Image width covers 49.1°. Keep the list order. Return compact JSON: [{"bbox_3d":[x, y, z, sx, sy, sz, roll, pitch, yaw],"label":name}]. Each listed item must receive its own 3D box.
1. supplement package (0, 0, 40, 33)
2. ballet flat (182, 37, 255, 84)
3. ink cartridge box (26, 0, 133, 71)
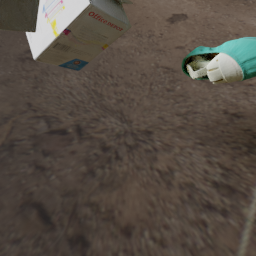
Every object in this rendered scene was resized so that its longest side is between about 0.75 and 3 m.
[{"bbox_3d":[-1.691,-1.533,2.932,0.783,0.780,1.334,33,30,29],"label":"supplement package"},{"bbox_3d":[1.484,-1.002,4.598,0.702,0.671,1.994,-38,19,-6],"label":"ballet flat"},{"bbox_3d":[-0.905,-2.085,5.198,1.151,1.790,1.121,2,62,-55],"label":"ink cartridge box"}]
